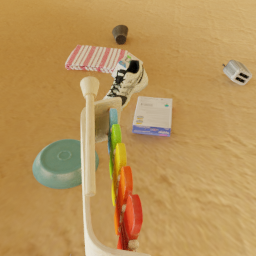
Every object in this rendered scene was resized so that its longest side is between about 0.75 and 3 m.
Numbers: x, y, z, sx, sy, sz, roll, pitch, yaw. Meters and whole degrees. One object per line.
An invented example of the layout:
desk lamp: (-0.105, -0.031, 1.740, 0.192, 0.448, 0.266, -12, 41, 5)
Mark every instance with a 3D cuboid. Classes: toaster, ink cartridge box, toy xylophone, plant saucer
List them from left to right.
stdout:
plant saucer: (-1.660, 0.824, 7.438, 1.762, 0.317, 1.762, 0, 39, 0)
toy xylophone: (-0.275, 0.626, 3.865, 0.704, 2.052, 2.802, -2, 56, -10)
ink cartridge box: (-0.015, -2.249, 10.668, 0.704, 0.700, 0.959, 35, 45, 0)
ink cartridge box: (0.785, -0.319, 8.752, 1.147, 0.403, 1.922, 5, 37, 6)
toaster: (4.106, -2.079, 10.496, 1.113, 0.632, 0.719, 17, 35, -30)

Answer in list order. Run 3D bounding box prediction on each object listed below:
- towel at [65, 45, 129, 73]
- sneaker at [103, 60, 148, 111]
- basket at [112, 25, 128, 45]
towel: (-1.263, -2.928, 11.945, 2.456, 0.367, 1.798, 7, 42, 4)
sneaker: (-0.172, -0.894, 5.987, 0.585, 0.678, 1.547, 15, 50, 34)
basket: (-0.358, -4.520, 13.648, 0.840, 0.633, 0.932, -16, 43, 10)
